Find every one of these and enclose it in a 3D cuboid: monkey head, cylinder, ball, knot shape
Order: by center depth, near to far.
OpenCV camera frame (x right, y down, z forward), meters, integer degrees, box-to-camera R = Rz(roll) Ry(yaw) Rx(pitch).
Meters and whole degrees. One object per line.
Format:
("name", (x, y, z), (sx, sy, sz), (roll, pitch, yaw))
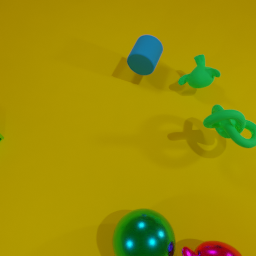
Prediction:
("monkey head", (1.903, 3.078, 5.944), (1.708, 1.029, 1.229), (11, 47, 2))
("ball", (0.349, 2.483, 6.151), (1.385, 1.385, 1.385), (0, 64, 0))
("knot shape", (2.631, -0.027, 6.979), (1.398, 1.494, 0.690), (31, 97, 15))
("monkey head", (2.100, -1.635, 8.171), (1.278, 0.919, 0.770), (-8, 19, 36))
("cylinder", (0.507, -2.143, 8.258), (0.851, 0.851, 0.851), (20, 60, 9))

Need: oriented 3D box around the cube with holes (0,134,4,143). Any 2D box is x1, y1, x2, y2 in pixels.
("cube with holes", (-4.019, 0.224, 7.657), (0.711, 0.711, 0.711), (30, 67, 14))
